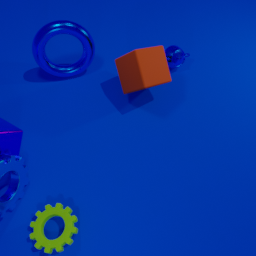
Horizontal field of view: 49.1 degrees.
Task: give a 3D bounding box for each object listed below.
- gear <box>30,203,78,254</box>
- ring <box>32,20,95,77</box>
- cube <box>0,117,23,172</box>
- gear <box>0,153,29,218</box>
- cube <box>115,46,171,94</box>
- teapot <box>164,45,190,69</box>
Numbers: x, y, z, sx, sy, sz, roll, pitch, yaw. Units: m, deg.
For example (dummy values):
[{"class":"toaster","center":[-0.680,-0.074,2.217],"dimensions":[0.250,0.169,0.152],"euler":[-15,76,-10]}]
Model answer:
[{"class":"gear","center":[-1.891,2.550,7.168],"dimensions":[1.190,0.220,1.190],"euler":[-2,61,4]},{"class":"ring","center":[-2.083,-2.537,9.172],"dimensions":[2.021,2.021,0.404],"euler":[-12,48,-7]},{"class":"cube","center":[-3.796,0.465,7.582],"dimensions":[1.220,1.220,1.220],"euler":[23,106,32]},{"class":"gear","center":[-3.203,1.468,7.208],"dimensions":[0.297,1.608,1.608],"euler":[13,62,17]},{"class":"cube","center":[0.468,-1.809,8.797],"dimensions":[1.146,1.146,1.146],"euler":[-19,98,-34]},{"class":"teapot","center":[1.604,-2.446,9.752],"dimensions":[1.311,0.815,0.642],"euler":[-18,29,-25]}]
